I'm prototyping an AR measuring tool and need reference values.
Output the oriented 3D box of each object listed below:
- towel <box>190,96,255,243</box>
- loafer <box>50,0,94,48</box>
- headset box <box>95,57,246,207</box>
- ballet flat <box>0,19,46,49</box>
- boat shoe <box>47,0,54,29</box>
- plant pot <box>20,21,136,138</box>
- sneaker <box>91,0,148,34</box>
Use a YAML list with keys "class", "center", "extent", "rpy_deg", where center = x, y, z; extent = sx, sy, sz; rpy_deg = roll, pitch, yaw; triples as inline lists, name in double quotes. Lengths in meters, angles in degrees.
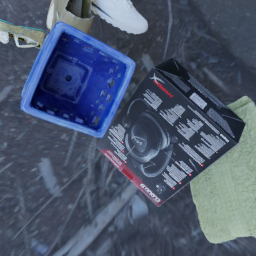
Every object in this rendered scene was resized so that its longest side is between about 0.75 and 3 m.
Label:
- class: "towel"
  center: [1.797, 0.753, 4.927]
  extent: [0.420, 1.708, 2.302]
  rpy_deg: [7, 65, -39]
- class: "loafer"
  center: [-0.956, -1.749, 4.827]
  extent: [0.668, 0.593, 1.757]
  rpy_deg: [-9, 103, -39]
- class: "headset box"
  center: [0.568, 0.195, 4.824]
  extent: [1.622, 2.180, 0.842]
  rpy_deg: [43, 39, 7]
- class: "ballet flat"
  center: [-2.665, -2.173, 6.506]
  extent: [1.567, 0.554, 0.554]
  rpy_deg: [2, 60, -42]
- class: "boat shoe"
  center: [-1.050, -2.988, 6.065]
  extent: [0.854, 2.636, 0.948]
  rpy_deg: [36, 48, -3]
- class: "plant pot"
  center: [-0.739, -0.623, 3.740]
  extent: [1.117, 1.004, 1.117]
  rpy_deg: [23, 92, -29]
- class: "sneaker"
  center: [-0.291, -2.445, 5.373]
  extent: [1.690, 0.680, 0.646]
  rpy_deg: [29, 29, -11]
